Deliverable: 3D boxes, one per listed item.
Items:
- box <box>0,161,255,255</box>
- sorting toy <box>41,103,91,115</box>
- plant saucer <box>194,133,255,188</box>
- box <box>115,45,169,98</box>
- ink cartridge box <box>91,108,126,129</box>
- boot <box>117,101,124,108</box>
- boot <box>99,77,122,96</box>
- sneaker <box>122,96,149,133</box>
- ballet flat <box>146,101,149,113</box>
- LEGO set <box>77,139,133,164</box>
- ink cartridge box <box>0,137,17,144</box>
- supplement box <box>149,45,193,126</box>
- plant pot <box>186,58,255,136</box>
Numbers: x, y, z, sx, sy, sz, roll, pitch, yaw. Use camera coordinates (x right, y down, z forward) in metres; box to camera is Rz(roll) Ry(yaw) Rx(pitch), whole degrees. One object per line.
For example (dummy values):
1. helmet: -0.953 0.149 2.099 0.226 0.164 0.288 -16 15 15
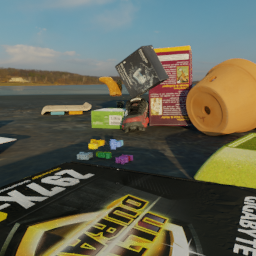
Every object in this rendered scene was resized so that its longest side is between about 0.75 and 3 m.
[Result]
1. box: -0.340 0.994 1.727 2.355 0.728 2.949 3 9 27
2. sorting toy: -3.514 -1.043 15.904 2.640 0.482 2.444 -7 10 -14
3. plant saucer: 2.772 0.562 4.857 2.462 0.590 2.459 6 11 38
4. box: 0.458 -1.876 9.377 1.295 1.273 0.760 -29 -1 36
5. ink cartridge box: -0.517 -0.419 10.998 1.270 0.651 1.719 2 8 16
6. boot: -0.497 -1.033 14.640 0.361 0.743 0.987 6 11 34
7. boot: -0.695 -1.611 10.998 0.963 0.690 0.339 8 -19 -9
8. sneaker: 0.249 -0.494 9.701 0.839 1.160 2.375 -4 9 10
9. ballet flat: 0.500 -1.124 15.065 0.789 0.793 2.320 8 12 33
10. LEGO set: -0.556 0.473 5.872 1.230 0.469 0.505 1 9 17
11. ink cartridge box: -3.577 0.454 6.475 1.461 0.318 1.268 4 9 26
12. supplement box: 1.606 -1.488 10.430 1.543 2.797 1.198 -1 2 15
13. plant pot: 3.035 -0.816 8.897 1.700 2.429 2.429 -25 21 -30
